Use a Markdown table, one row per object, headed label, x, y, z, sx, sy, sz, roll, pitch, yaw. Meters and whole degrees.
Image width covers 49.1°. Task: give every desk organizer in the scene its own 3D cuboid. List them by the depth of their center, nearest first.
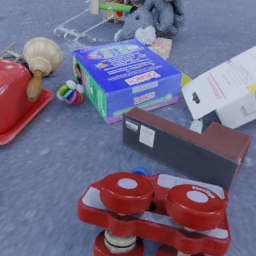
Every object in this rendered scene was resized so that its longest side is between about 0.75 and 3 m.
| label | x | y | z | sx | sy | sz | roll | pitch | yaw |
| --- | --- | --- | --- | --- | --- | --- | --- | --- | --- |
| desk organizer | 1.310 | 0.296 | 6.708 | 2.855 | 1.024 | 1.099 | 25 | 43 | 26 |

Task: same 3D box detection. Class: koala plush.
| label | x | y | z | sx | sy | sz | roll | pitch | yaw |
| --- | --- | --- | --- | --- | --- | --- | --- | --- | --- |
| koala plush | 0.832 | -4.351 | 11.685 | 2.706 | 2.487 | 2.400 | -46 | 40 | -20 |

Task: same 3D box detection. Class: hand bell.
| label | x | y | z | sx | sy | sz | roll | pitch | yaw |
| --- | --- | --- | --- | --- | --- | --- | --- | --- | --- |
| hand bell | -2.551 | -1.505 | 7.907 | 1.194 | 1.194 | 2.292 | -3 | 43 | -3 |

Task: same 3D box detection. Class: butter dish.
| label | x | y | z | sx | sy | sz | roll | pitch | yaw |
| --- | --- | --- | --- | --- | --- | --- | --- | --- | --- |
| butter dish | -3.881 | -1.141 | 7.642 | 2.712 | 2.005 | 2.705 | 12 | 40 | 14 |

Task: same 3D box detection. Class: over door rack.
| label | x | y | z | sx | sy | sz | roll | pitch | yaw |
| --- | --- | --- | --- | --- | --- | --- | --- | --- | --- |
| over door rack | -1.922 | -4.619 | 12.625 | 1.753 | 0.790 | 2.372 | 31 | 70 | 32 |

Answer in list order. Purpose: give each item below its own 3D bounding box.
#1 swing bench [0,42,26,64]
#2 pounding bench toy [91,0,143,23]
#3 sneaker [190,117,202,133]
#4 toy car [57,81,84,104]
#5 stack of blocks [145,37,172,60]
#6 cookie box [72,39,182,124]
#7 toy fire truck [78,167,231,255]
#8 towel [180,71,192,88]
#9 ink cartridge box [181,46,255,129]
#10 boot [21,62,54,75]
| label | x | y | z | sx | sy | sz | roll | pitch | yaw |
| --- | --- | --- | --- | --- | --- | --- | --- | --- | --- |
| swing bench | -4.336 | -2.601 | 10.467 | 1.059 | 0.691 | 1.065 | 32 | 55 | 32 |
| pounding bench toy | -0.104 | -5.966 | 13.572 | 2.324 | 1.851 | 2.979 | 22 | 45 | 24 |
| sneaker | 1.800 | 0.023 | 7.403 | 0.385 | 0.452 | 1.022 | 15 | 39 | 6 |
| toy car | -1.697 | -0.988 | 8.438 | 0.684 | 0.781 | 0.586 | -41 | 58 | 19 |
| stack of blocks | 1.208 | -3.104 | 11.211 | 0.897 | 0.456 | 1.557 | 22 | 44 | 24 |
| cookie box | -0.154 | -1.660 | 8.964 | 2.490 | 1.094 | 2.911 | -18 | 43 | -20 |
| toy fire truck | 0.549 | 1.462 | 5.203 | 2.636 | 1.478 | 2.213 | 10 | 17 | 11 |
| towel | 1.632 | -1.842 | 9.833 | 0.541 | 0.114 | 1.258 | -36 | 58 | -18 |
| ink cartridge box | 3.127 | -1.090 | 7.762 | 2.950 | 0.996 | 1.718 | -27 | 37 | 16 |
| boot | -3.412 | -1.872 | 9.648 | 1.410 | 0.539 | 1.185 | 6 | 36 | 17 |
